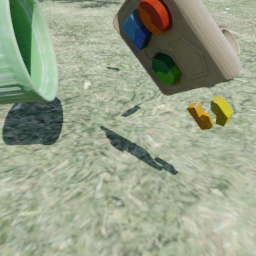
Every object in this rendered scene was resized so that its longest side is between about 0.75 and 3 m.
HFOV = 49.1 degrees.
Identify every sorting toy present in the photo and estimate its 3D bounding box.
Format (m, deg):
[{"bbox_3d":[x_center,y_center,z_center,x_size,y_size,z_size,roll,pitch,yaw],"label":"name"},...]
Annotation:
[{"bbox_3d":[0.804,-0.995,4.442,0.355,2.650,1.975,-41,11,-17],"label":"sorting toy"}]

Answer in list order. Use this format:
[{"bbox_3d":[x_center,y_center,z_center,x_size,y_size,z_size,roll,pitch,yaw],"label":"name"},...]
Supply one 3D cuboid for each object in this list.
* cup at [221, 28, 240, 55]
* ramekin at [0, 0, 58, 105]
[{"bbox_3d":[3.355,-2.893,10.020,1.044,1.044,0.747,-35,3,-41],"label":"cup"},{"bbox_3d":[-2.682,-1.825,6.351,1.338,2.739,2.739,-10,34,3],"label":"ramekin"}]
